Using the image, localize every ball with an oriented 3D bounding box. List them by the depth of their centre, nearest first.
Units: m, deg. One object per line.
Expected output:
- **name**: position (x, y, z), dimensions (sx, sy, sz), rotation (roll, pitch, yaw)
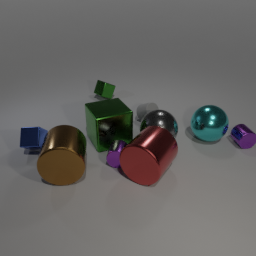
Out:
- **ball**: position (1.122, 0.022, 10.224), dimensions (1.400, 1.400, 1.400), rotation (0, 30, 0)
- **ball**: position (3.080, -0.178, 10.602), dimensions (1.400, 1.400, 1.400), rotation (0, 30, 0)

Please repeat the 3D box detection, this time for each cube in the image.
- **cube**: position (-3.323, 0.374, 9.919), dimensions (0.700, 0.700, 0.700), rotation (-3, -12, 8)
- **cube**: position (-0.720, -0.152, 10.512), dimensions (1.400, 1.400, 1.400), rotation (-12, 32, -21)
- **cube**: position (-1.181, -1.953, 14.152), dimensions (0.700, 0.700, 0.700), rotation (10, 13, -45)

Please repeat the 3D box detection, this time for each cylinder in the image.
- **cylinder**: position (0.666, 0.830, 8.766), dimensions (1.400, 1.400, 1.400), rotation (16, 33, 26)
- **cylinder**: position (-2.021, 0.824, 8.777), dimensions (1.400, 1.400, 1.400), rotation (-3, 30, -5)
- **cylinder**: position (-0.329, 0.866, 9.428), dimensions (0.700, 0.700, 0.700), rotation (3, 29, 5)
- **cylinder**: position (4.302, 0.305, 10.417), dimensions (0.700, 0.700, 0.700), rotation (-5, 30, -8)
- **cylinder**: position (0.835, -0.705, 11.906), dimensions (0.700, 0.700, 0.700), rotation (-23, 9, -35)
